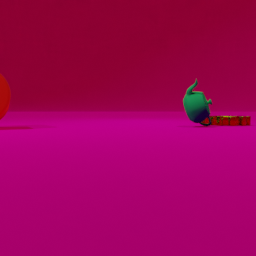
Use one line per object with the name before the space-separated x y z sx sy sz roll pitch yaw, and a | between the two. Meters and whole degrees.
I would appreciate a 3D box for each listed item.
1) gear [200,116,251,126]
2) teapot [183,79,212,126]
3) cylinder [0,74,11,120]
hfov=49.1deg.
gear | 3.098 -0.243 8.964 1.507 0.279 1.507 0 4 0
teapot | 1.954 -0.655 7.768 0.715 1.459 0.907 -19 23 23
cylinder | -3.663 -0.761 6.997 1.322 1.322 1.322 -2 -3 -24
